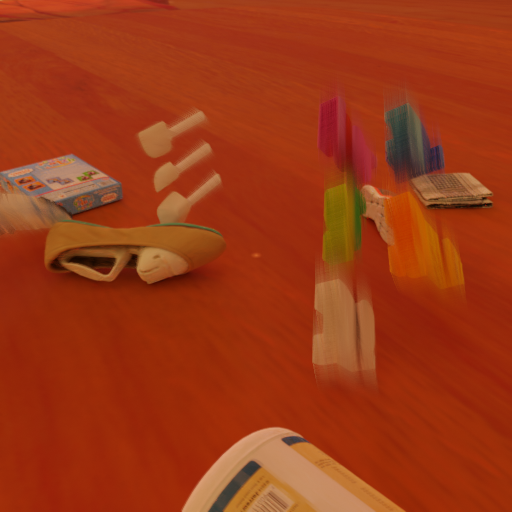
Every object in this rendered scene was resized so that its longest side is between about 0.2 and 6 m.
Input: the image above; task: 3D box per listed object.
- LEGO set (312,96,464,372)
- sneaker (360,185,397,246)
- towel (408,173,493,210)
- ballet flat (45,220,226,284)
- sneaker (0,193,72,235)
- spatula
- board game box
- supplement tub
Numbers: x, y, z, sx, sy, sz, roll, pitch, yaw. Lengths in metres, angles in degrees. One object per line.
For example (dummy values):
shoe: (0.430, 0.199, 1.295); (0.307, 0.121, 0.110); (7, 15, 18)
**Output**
LEGO set: (1.745, -0.320, 6.997); (1.438, 1.548, 3.771); (-17, 53, 35)
sneaker: (2.461, -0.754, 9.695); (0.773, 0.728, 1.888); (-2, 32, -15)
towel: (3.803, -1.319, 11.025); (1.350, 0.242, 1.402); (-1, 32, -3)
ballet flat: (-1.848, 0.029, 8.423); (2.792, 0.958, 0.880); (3, 57, 12)
sneaker: (-3.731, -0.582, 8.304); (0.783, 0.789, 2.178); (5, -1, 34)
spatula: (-1.200, -1.492, 9.346); (0.192, 1.660, 2.388); (-7, 22, 21)
board game box: (-3.854, -1.385, 10.982); (1.603, 0.388, 2.119); (-24, 39, -34)
supplement tub: (0.531, 2.328, 3.890); (2.024, 1.464, 1.464); (27, 41, 36)
